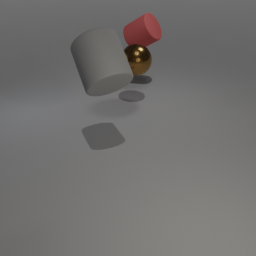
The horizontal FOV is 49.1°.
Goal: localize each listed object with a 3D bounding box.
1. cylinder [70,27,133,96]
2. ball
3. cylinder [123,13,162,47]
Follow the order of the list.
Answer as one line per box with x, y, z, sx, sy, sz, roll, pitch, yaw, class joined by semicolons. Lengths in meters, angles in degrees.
-0.731;-1.806;7.837;1.400;1.400;1.400;-20;-10;-4;cylinder
0.360;-3.008;12.389;1.400;1.400;1.400;0;29;0;ball
0.724;-4.759;13.952;1.400;1.400;1.400;-17;15;38;cylinder
